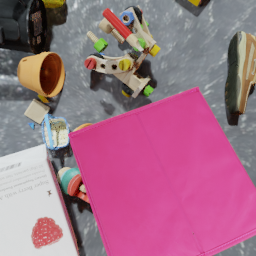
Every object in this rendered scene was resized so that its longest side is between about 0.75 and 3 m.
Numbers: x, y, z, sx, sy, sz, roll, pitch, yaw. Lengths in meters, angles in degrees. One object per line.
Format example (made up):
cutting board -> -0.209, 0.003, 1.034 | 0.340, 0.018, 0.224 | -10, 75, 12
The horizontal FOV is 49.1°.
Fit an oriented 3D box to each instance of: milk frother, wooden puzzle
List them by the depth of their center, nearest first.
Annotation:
milk frother -> -3.720, -3.482, 7.431 | 2.567, 2.463, 2.729 | 6, 104, 0
wooden puzzle -> -2.753, -0.512, 8.529 | 0.670, 0.116, 0.993 | 38, 86, 7

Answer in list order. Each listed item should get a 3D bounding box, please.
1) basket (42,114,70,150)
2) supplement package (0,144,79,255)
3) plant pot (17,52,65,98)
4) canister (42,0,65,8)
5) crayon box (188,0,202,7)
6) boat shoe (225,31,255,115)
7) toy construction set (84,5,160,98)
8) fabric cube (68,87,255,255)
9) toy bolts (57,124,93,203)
basket -> -2.066, 0.112, 7.957 | 0.777, 1.117, 0.985 | -9, 90, 6
supplement package -> -2.453, 2.161, 6.960 | 1.772, 1.750, 2.923 | -18, 103, -15
plant pot -> -2.557, -1.569, 8.110 | 0.896, 1.281, 1.281 | 9, 85, 17
canister -> -2.787, -5.075, 8.421 | 1.847, 1.076, 2.487 | 3, 84, 0
crayon box -> 2.081, -5.185, 8.646 | 1.827, 0.617, 2.117 | 37, 86, 1
boat shoe -> 3.474, -1.620, 8.215 | 0.916, 0.938, 2.480 | 6, 86, -2
toy construction set -> 0.145, -1.886, 7.497 | 2.242, 2.688, 2.065 | -44, 92, 6
fabric cube -> 0.627, 1.348, 6.077 | 2.862, 2.807, 2.852 | -21, 71, -9
toy bolts -> -1.088, 1.073, 8.080 | 1.949, 1.415, 2.041 | 42, 73, -37
